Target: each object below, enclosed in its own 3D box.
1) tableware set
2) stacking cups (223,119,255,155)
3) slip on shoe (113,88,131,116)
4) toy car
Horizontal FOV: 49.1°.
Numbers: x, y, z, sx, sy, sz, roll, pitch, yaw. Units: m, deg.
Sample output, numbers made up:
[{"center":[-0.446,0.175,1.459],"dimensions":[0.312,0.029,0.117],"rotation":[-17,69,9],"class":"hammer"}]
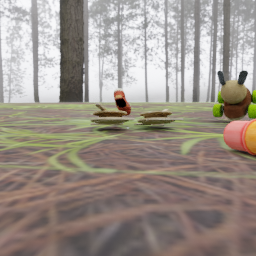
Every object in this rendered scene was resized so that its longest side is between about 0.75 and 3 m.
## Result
[{"center":[0.145,-0.351,7.198],"dimensions":[2.220,0.445,1.468],"rotation":[0,-5,-14],"class":"tableware set"},{"center":[2.069,0.120,3.399],"dimensions":[0.662,0.662,2.189],"rotation":[-3,5,-27],"class":"stacking cups"},{"center":[-0.193,-0.771,9.343],"dimensions":[0.485,0.401,1.310],"rotation":[-8,-33,8],"class":"slip on shoe"},{"center":[3.431,-1.213,9.004],"dimensions":[1.386,1.687,1.331],"rotation":[4,50,34],"class":"toy car"}]
